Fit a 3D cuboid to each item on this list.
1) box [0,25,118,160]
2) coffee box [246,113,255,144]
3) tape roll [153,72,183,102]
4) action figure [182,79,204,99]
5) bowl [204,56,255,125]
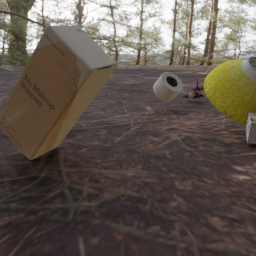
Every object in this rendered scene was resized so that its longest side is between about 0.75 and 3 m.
[{"bbox_3d":[-1.479,-0.662,5.620,1.209,2.547,0.990,45,31,7],"label":"box"},{"bbox_3d":[3.435,0.018,7.078,0.772,0.538,1.350,9,16,20],"label":"coffee box"},{"bbox_3d":[1.558,-1.612,10.958,0.978,0.978,0.672,-11,-25,-35],"label":"tape roll"},{"bbox_3d":[2.960,-1.693,12.733,1.101,0.576,1.066,-1,36,37],"label":"action figure"},{"bbox_3d":[3.744,-1.372,8.603,2.443,1.314,2.443,11,48,-13],"label":"bowl"}]
